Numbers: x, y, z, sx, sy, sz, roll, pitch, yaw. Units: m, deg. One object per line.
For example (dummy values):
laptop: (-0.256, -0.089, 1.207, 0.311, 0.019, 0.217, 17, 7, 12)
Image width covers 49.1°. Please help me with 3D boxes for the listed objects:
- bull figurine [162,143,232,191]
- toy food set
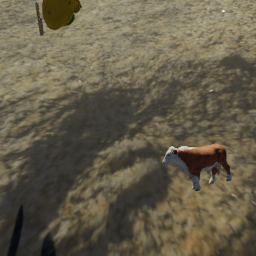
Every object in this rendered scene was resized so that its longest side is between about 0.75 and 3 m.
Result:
bull figurine: (1.051, 0.540, 4.132, 1.107, 0.360, 0.672, -8, 82, -24)
toy food set: (-2.032, -3.599, 8.546, 1.948, 1.146, 0.636, -5, 9, 43)
